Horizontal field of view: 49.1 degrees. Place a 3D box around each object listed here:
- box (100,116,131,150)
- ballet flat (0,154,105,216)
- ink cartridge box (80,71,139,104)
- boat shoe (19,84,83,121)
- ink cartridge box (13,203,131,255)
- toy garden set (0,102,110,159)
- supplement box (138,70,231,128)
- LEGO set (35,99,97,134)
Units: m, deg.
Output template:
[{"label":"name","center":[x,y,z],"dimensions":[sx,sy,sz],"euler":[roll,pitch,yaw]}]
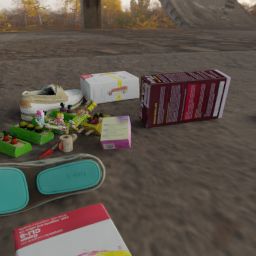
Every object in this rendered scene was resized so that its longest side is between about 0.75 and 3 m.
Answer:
[{"label":"box","center":[-0.309,0.123,7.378],"dimensions":[0.723,0.397,0.822],"euler":[-5,48,6]},{"label":"ballet flat","center":[-1.841,1.067,5.395],"dimensions":[2.792,0.941,0.889],"euler":[-7,-3,-17]},{"label":"ink cartridge box","center":[-0.762,-1.684,11.372],"dimensions":[2.056,0.857,1.492],"euler":[-10,26,-21]},{"label":"boat shoe","center":[-2.591,-1.067,9.918],"dimensions":[0.984,0.901,2.634],"euler":[15,28,30]},{"label":"ink cartridge box","center":[-0.498,1.845,2.985],"dimensions":[1.134,1.140,1.568],"euler":[-11,26,-23]},{"label":"toy garden set","center":[-2.065,-0.030,7.958],"dimensions":[2.417,0.579,2.899],"euler":[14,27,29]},{"label":"supplement box","center":[1.745,-0.959,8.881],"dimensions":[2.706,1.472,0.824],"euler":[-7,32,-17]},{"label":"LEGO set","center":[-1.693,-0.283,7.809],"dimensions":[1.770,0.814,0.659],"euler":[-13,-5,-1]}]
